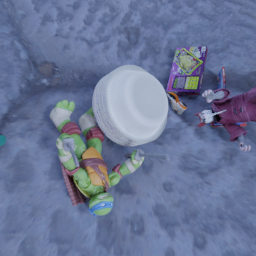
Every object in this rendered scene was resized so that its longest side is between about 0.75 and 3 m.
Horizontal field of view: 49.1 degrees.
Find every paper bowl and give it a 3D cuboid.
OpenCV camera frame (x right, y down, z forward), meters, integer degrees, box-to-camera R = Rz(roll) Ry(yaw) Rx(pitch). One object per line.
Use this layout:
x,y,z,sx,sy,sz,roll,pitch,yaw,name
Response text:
0.209,-0.602,7.100,2.030,1.056,2.030,13,69,-36,paper bowl

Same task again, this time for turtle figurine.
-0.626,0.345,6.433,2.033,2.825,2.739,-14,53,-21,turtle figurine

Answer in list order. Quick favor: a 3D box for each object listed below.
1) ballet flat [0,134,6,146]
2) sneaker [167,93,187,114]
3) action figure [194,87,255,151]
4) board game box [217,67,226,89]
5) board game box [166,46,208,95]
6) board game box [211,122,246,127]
-3.445,0.361,7.181,0.349,0.982,0.339,-1,100,-7,ballet flat
1.331,-0.697,8.069,0.293,0.356,0.775,-12,53,-37,sneaker
2.884,-0.594,6.982,2.600,1.742,1.936,-9,26,36,action figure
2.791,-1.313,8.344,0.088,0.468,0.909,6,65,0,board game box
1.801,-1.748,8.490,0.984,0.265,1.639,7,67,22,board game box
2.833,-0.292,7.878,0.993,0.097,0.511,-2,102,-1,board game box
